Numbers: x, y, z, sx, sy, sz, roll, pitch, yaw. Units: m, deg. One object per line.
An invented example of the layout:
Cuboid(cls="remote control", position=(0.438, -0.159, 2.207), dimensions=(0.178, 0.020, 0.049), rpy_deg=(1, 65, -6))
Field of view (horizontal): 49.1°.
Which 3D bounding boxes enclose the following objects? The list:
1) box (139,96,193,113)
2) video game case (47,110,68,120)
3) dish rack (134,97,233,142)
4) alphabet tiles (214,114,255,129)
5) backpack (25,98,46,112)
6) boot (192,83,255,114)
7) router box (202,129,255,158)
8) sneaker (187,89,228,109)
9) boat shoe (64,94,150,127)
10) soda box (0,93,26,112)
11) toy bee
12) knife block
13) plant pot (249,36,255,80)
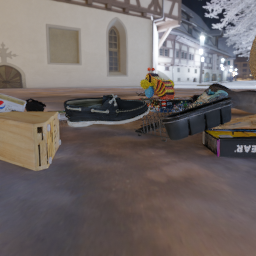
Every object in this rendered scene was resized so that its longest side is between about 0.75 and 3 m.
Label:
Cuboid(cls="box", position=(2.285, -1.132, 13.105), dimensions=(2.999, 0.565, 2.048), rpy_deg=(-4, 11, -23))
Cuboid(cls="video game case", position=(-2.223, -0.507, 10.627), dimensions=(1.751, 0.193, 1.596), rpy_deg=(-3, 10, -13))
Cuboid(cls="dish rack", position=(1.152, -0.217, 6.592), dimensions=(1.688, 0.600, 2.201), rpy_deg=(-16, 10, -21))
Cuboid(cls="alphabet tiles", position=(3.740, -0.248, 7.290), dimensions=(2.909, 0.217, 2.974), rpy_deg=(-12, 1, 6))
Cuboid(cls="backpack", position=(-3.711, -0.816, 11.166), dimensions=(0.785, 0.595, 0.940), rpy_deg=(17, 6, -17))
Cuboid(cls="boot", position=(4.195, -0.929, 11.374), dimensions=(2.844, 0.993, 1.872), rpy_deg=(17, 33, 32))
Cuboid(cls="router box", position=(2.352, 0.278, 5.526), dimensions=(1.488, 0.380, 1.110), rpy_deg=(0, 10, -1))
Cuboid(cls="sneaker", position=(2.216, -0.643, 7.773), dimensions=(0.698, 0.776, 1.798), rpy_deg=(11, -2, -18))
Cuboid(cls="boat shoe", position=(-0.670, -0.594, 8.307), dimensions=(2.571, 0.776, 0.972), rpy_deg=(-9, 27, 6))
Cuboid(cls="soda box", position=(-3.689, -0.561, 8.082), dimensions=(0.815, 0.761, 2.392), rpy_deg=(17, -3, -33))
Cuboid(cls="toy bee", position=(1.123, -2.038, 12.665), dimensions=(2.557, 1.390, 1.674), rpy_deg=(9, 15, 42))
Cuboid(cls="knife block", position=(-2.407, 0.126, 5.306), dimensions=(2.101, 0.766, 2.394), rpy_deg=(-2, 10, -7))
Cuboid(cls="plant pot", position=(5.208, -1.848, 7.450), dimensions=(2.562, 2.562, 2.736), rpy_deg=(-3, 28, -16))
